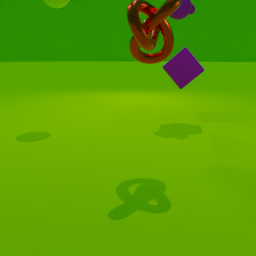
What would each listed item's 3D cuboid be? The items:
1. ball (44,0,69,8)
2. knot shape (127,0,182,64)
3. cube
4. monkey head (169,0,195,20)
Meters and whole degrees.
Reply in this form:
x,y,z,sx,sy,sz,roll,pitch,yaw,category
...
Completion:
x,y,z,sx,sy,sz,roll,pitch,yaw,category
-2.293,-4.319,8.899,0.946,0.946,0.946,0,15,0,ball
0.527,-1.929,5.224,0.635,1.287,1.375,33,-7,27,knot shape
1.812,-1.981,9.184,0.952,0.952,0.952,-39,5,19,cube
1.775,-4.202,9.199,1.221,1.022,1.697,-28,-2,41,monkey head
